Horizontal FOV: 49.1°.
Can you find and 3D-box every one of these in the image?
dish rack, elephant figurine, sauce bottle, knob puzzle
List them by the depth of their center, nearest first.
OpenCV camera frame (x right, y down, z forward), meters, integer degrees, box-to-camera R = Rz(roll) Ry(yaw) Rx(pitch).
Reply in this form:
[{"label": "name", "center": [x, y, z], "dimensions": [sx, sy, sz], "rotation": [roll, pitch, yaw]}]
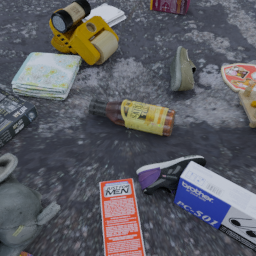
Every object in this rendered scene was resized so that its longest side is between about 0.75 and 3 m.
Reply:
[{"label": "elephant figurine", "center": [-3.159, 1.640, 6.865], "dimensions": [2.222, 2.027, 2.864], "rotation": [11, 26, -27]}, {"label": "sauce bottle", "center": [0.099, -0.436, 9.262], "dimensions": [2.852, 0.942, 0.942], "rotation": [11, 49, 10]}, {"label": "knob puzzle", "center": [4.690, -2.080, 11.133], "dimensions": [2.260, 0.313, 2.260], "rotation": [0, 48, 0]}, {"label": "dish rack", "center": [-1.285, -5.789, 14.400], "dimensions": [1.751, 0.444, 2.040], "rotation": [33, 55, 27]}]

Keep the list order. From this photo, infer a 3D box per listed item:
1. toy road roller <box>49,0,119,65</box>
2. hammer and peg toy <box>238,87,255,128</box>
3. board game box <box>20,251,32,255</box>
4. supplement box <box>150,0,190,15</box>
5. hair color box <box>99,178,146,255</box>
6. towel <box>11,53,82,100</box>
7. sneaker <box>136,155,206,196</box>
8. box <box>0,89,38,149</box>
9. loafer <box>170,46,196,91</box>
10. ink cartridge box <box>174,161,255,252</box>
[{"label": "toy road roller", "center": [-2.060, -3.877, 12.096], "dimensions": [2.878, 2.101, 1.768], "rotation": [45, 54, -11]}, {"label": "hammer and peg toy", "center": [5.086, -0.762, 9.646], "dimensions": [2.214, 0.781, 1.628], "rotation": [-1, 46, -1]}, {"label": "board game box", "center": [-2.782, 3.536, 6.049], "dimensions": [1.464, 0.361, 1.853], "rotation": [3, 48, 2]}, {"label": "supplement box", "center": [2.286, -6.823, 15.033], "dimensions": [1.974, 0.845, 1.089], "rotation": [15, 50, 13]}, {"label": "hair color box", "center": [-0.108, 2.643, 6.102], "dimensions": [0.849, 1.473, 2.656], "rotation": [-5, 47, -4]}, {"label": "towel", "center": [-3.134, -2.102, 10.996], "dimensions": [2.118, 0.596, 2.475], "rotation": [7, 48, 3]}, {"label": "sneaker", "center": [1.305, 1.385, 7.882], "dimensions": [2.009, 0.761, 0.880], "rotation": [-12, 64, -7]}, {"label": "box", "center": [-4.557, -0.226, 9.314], "dimensions": [1.924, 0.523, 2.401], "rotation": [24, 52, 20]}, {"label": "loafer", "center": [2.179, -2.278, 11.037], "dimensions": [0.863, 0.931, 2.477], "rotation": [14, 51, -5]}, {"label": "ink cartridge box", "center": [2.556, 2.033, 6.740], "dimensions": [2.854, 1.342, 0.631], "rotation": [28, 54, 23]}]
